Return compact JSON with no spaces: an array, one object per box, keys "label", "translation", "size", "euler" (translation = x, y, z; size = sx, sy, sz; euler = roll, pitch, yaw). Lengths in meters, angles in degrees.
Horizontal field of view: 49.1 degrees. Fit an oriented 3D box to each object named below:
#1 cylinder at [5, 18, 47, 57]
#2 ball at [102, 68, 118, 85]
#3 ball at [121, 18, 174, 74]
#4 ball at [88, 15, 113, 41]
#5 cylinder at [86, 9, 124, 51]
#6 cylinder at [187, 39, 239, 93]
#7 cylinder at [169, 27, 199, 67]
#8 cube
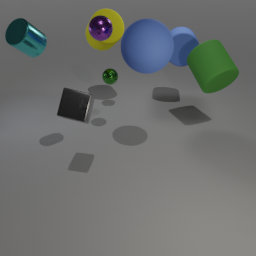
[{"label":"cylinder","translation":[-2.481,-2.190,6.853],"size":[0.700,0.700,0.700],"euler":[15,-5,25]},{"label":"ball","translation":[-0.780,-2.254,12.271],"size":[0.700,0.700,0.700],"euler":[0,29,0]},{"label":"ball","translation":[0.507,-2.156,7.433],"size":[1.400,1.400,1.400],"euler":[0,29,0]},{"label":"ball","translation":[-0.789,-2.881,8.094],"size":[0.700,0.700,0.700],"euler":[0,29,0]},{"label":"cylinder","translation":[-1.003,-4.097,11.807],"size":[1.400,1.400,1.400],"euler":[-9,6,-15]},{"label":"cylinder","translation":[3.060,-2.221,10.208],"size":[1.400,1.400,1.400],"euler":[-12,65,-21]},{"label":"cylinder","translation":[2.307,-3.537,12.119],"size":[1.400,1.400,1.400],"euler":[3,30,5]},{"label":"cube","translation":[-1.277,-0.535,6.973],"size":[0.700,0.700,0.700],"euler":[14,-2,0]}]
